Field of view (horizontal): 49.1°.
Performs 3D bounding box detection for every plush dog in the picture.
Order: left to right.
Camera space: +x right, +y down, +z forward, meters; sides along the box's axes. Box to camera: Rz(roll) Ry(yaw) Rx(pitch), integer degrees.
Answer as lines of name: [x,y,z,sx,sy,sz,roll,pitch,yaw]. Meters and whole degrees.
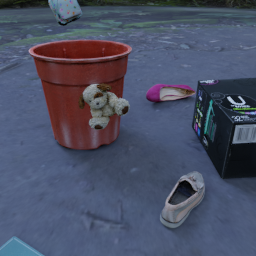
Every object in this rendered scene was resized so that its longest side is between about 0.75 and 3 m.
plush dog: [-0.526,-0.542,5.544,0.928,0.797,0.744,-31,38,17]

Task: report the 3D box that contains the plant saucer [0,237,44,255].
plant saucer: [-1.621,2.644,5.028,2.158,0.205,0.755,16,33,28]

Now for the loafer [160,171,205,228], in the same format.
loafer: [1.370,1.524,6.595,0.684,0.598,1.903,17,34,28]

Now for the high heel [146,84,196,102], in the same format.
high heel: [1.807,-1.429,11.743,2.251,0.758,1.080,-9,17,-42]

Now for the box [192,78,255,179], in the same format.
box: [3.385,-0.148,8.319,2.171,1.817,2.923,-2,29,-4]

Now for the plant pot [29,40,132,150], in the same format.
plant pot: [-1.376,-1.057,8.811,2.953,2.871,2.953,1,26,0]

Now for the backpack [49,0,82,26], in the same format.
backpack: [-2.262,-4.373,10.007,0.974,1.108,0.850,-31,14,-14]
